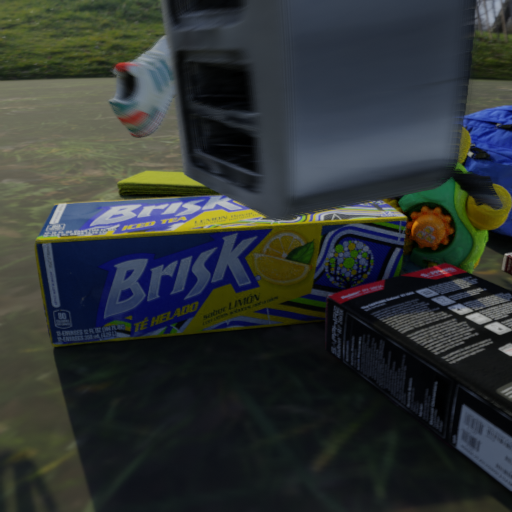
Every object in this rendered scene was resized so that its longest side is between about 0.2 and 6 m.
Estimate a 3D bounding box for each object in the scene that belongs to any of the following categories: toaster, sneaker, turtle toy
[{"bbox_3d":[0.389,-1.870,4.722,1.793,2.732,3.022,-17,26,-24],"label":"toaster"},{"bbox_3d":[-1.956,-3.288,10.071,0.781,2.219,1.037,8,-21,31],"label":"sneaker"},{"bbox_3d":[2.320,-0.850,8.113,1.407,2.028,2.783,-19,63,-4],"label":"turtle toy"}]

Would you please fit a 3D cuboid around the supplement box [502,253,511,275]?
[{"bbox_3d":[4.243,0.232,8.369,0.524,0.293,0.963,-8,22,-20],"label":"supplement box"}]

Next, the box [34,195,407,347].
[{"bbox_3d":[-0.423,0.038,7.359,4.398,1.414,1.541,-5,22,-10],"label":"box"}]

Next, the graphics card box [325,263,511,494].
[{"bbox_3d":[2.376,1.080,5.578,1.979,0.802,3.155,-12,23,-28],"label":"graphics card box"}]

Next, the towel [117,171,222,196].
[{"bbox_3d":[-0.906,-1.625,13.008,4.242,0.383,1.826,4,17,13],"label":"towel"}]

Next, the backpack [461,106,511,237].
[{"bbox_3d":[4.602,-1.629,10.312,2.395,2.320,2.855,-10,25,-16],"label":"backpack"}]
